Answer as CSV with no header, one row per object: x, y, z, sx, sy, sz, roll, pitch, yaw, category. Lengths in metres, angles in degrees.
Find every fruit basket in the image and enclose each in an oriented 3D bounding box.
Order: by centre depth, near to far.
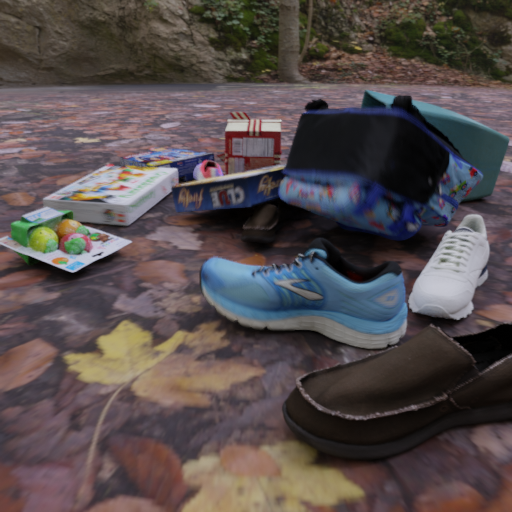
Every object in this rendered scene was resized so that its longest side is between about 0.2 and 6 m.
-3.520,-0.309,10.361,1.801,0.844,1.668,13,25,22,fruit basket

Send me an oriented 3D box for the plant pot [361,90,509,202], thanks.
4.367,-2.622,14.292,3.357,2.373,2.371,7,24,-5,plant pot

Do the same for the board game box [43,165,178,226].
-3.409,-1.560,13.730,2.023,0.555,3.204,5,24,11,board game box

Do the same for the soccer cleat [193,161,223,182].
-1.227,-2.198,14.865,0.817,0.877,2.396,1,24,-10,soccer cleat

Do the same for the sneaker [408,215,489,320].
3.114,0.155,8.914,0.987,1.040,2.583,14,28,25,sneaker

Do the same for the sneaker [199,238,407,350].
0.660,0.303,7.959,3.004,1.351,1.177,8,22,12,sneaker

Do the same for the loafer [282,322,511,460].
1.740,1.237,6.048,3.118,1.112,1.138,-8,23,-19,loafer

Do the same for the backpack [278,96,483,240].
2.592,-1.518,11.241,3.395,2.284,3.099,20,0,-35,backpack

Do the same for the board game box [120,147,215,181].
-2.762,-2.694,16.546,2.205,0.680,2.206,19,29,41,board game box

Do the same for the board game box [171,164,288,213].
0.235,-1.706,13.070,2.486,0.635,3.670,1,15,45,board game box

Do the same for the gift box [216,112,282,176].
-0.199,-3.071,16.011,1.951,1.800,1.822,6,24,0,gift box

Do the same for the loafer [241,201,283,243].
0.114,-0.734,11.489,0.687,0.671,1.881,4,18,11,loafer
